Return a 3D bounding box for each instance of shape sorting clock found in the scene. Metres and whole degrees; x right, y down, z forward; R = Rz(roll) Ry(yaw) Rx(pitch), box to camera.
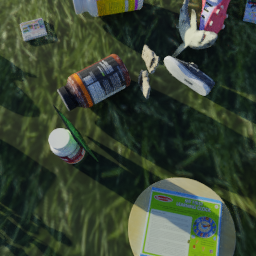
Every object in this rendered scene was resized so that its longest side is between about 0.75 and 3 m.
[{"bbox_3d":[1.406,2.684,7.434,2.792,0.548,2.792,-1,66,3],"label":"shape sorting clock"}]

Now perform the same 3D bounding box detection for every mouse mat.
[{"bbox_3d":[-1.419,0.158,7.624,0.064,1.369,1.701,-39,48,-4],"label":"mouse mat"}]

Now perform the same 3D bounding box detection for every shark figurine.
[{"bbox_3d":[2.305,-3.437,9.545,1.204,1.723,2.884,11,57,-27],"label":"shark figurine"}]

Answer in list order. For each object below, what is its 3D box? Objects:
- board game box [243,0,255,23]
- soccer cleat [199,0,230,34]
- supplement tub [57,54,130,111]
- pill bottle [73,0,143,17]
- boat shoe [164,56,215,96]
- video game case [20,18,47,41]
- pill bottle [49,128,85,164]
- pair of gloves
[{"bbox_3d":[4.617,-4.225,10.162,0.711,0.172,0.940,15,71,5],"label":"board game box"},{"bbox_3d":[3.000,-4.278,9.918,1.068,0.932,2.793,15,73,38],"label":"soccer cleat"},{"bbox_3d":[-1.060,-1.343,8.615,2.111,1.129,1.129,-29,73,-10],"label":"supplement tub"},{"bbox_3d":[-0.732,-4.597,9.733,2.358,1.229,1.229,-12,70,-4],"label":"pill bottle"},{"bbox_3d":[1.994,-1.807,9.042,1.787,0.641,0.606,39,75,10],"label":"boat shoe"},{"bbox_3d":[-3.353,-3.498,9.940,0.820,0.097,0.746,-18,71,-6],"label":"video game case"},{"bbox_3d":[-1.704,0.494,7.796,0.746,1.321,0.746,-2,69,6],"label":"pill bottle"},{"bbox_3d":[0.575,-1.618,8.110,0.227,1.292,1.099,2,31,-15],"label":"pair of gloves"}]
